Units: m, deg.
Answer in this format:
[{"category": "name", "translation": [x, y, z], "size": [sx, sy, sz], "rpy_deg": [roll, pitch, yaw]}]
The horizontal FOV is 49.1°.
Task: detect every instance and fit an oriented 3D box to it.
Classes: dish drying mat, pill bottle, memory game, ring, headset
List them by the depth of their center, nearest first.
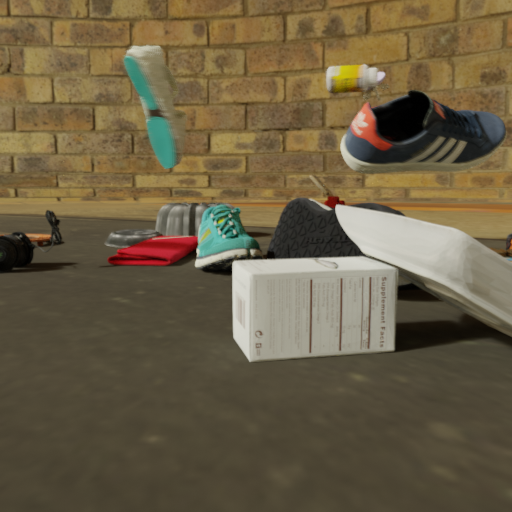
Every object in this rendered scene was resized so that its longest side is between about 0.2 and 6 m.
[{"category": "headset", "translation": [-3.983, -0.184, 8.969], "size": [1.757, 0.825, 1.085], "rpy_deg": [-11, 8, 3]}, {"category": "memory game", "translation": [4.630, 0.046, 9.813], "size": [2.428, 0.155, 2.428], "rpy_deg": [0, 7, 0]}, {"category": "dish drying mat", "translation": [-1.827, -0.137, 10.790], "size": [1.124, 0.266, 2.926], "rpy_deg": [2, 7, 5]}, {"category": "pill bottle", "translation": [1.959, -3.611, 11.429], "size": [0.974, 0.532, 0.532], "rpy_deg": [2, 8, 18]}, {"category": "ring", "translation": [-5.628, -0.335, 12.759], "size": [1.974, 0.189, 1.974], "rpy_deg": [0, 6, 0]}]

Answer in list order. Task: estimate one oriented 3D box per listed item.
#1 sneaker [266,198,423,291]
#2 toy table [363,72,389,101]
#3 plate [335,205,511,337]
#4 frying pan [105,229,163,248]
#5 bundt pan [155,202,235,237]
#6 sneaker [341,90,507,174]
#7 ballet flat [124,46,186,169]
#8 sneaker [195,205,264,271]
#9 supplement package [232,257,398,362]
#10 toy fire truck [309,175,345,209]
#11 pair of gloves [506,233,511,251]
[{"category": "sneaker", "translation": [1.293, 0.011, 7.736], "size": [1.399, 1.211, 3.377], "rpy_deg": [23, -1, -23]}, {"category": "toy table", "translation": [2.488, -3.586, 11.895], "size": [0.633, 0.582, 0.371], "rpy_deg": [-16, -44, 26]}, {"category": "plate", "translation": [1.730, 0.264, 4.497], "size": [2.042, 0.331, 2.047], "rpy_deg": [28, 3, -16]}, {"category": "frying pan", "translation": [-2.771, -0.461, 13.289], "size": [1.409, 0.379, 2.329], "rpy_deg": [0, 10, -3]}, {"category": "bundt pan", "translation": [-1.528, -0.956, 14.804], "size": [2.417, 0.907, 2.417], "rpy_deg": [0, 8, 0]}, {"category": "sneaker", "translation": [2.926, -2.118, 9.148], "size": [2.989, 1.120, 1.263], "rpy_deg": [-12, -30, -14]}, {"category": "ballet flat", "translation": [-2.034, -3.335, 12.541], "size": [1.009, 2.813, 1.009], "rpy_deg": [-11, 33, 7]}, {"category": "sneaker", "translation": [-0.566, -0.317, 9.185], "size": [1.009, 1.037, 2.604], "rpy_deg": [-2, 8, -15]}, {"category": "supplement package", "translation": [0.464, 0.411, 4.690], "size": [1.225, 0.718, 0.716], "rpy_deg": [-2, 7, -14]}, {"category": "toy fire truck", "translation": [1.948, -1.348, 14.960], "size": [1.041, 1.618, 1.424], "rpy_deg": [2, 8, 11]}, {"category": "pair of gloves", "translation": [6.800, -0.329, 12.006], "size": [2.634, 0.365, 2.956], "rpy_deg": [3, 9, 24]}]
